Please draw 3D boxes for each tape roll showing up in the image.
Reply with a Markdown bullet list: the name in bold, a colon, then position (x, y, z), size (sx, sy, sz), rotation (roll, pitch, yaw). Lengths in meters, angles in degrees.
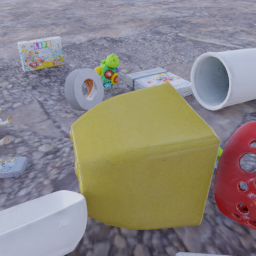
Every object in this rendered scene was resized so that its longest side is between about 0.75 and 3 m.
- **tape roll**: position (-1.386, -1.227, 9.053), size (0.450, 1.362, 1.362), rotation (3, 28, 36)

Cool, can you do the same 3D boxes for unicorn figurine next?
- **unicorn figurine**: position (-3.644, 0.071, 7.433), size (1.349, 0.726, 1.965), rotation (-22, 34, 29)

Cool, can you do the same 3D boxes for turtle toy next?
- **turtle toy**: position (-0.702, -2.075, 10.432), size (0.724, 1.433, 1.044), rotation (25, 41, 21)

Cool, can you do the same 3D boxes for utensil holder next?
- **utensil holder**: position (3.578, -1.696, 9.476), size (2.203, 1.872, 1.872), rotation (-13, 34, -25)

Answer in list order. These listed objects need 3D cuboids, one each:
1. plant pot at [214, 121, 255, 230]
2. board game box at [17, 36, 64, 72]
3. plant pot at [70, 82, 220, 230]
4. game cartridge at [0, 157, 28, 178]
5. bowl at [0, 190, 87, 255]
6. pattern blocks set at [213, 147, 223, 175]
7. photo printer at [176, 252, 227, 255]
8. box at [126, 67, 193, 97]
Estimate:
- **plant pot**: position (2.731, 0.983, 4.774), size (1.930, 1.930, 1.757), rotation (-22, 27, -31)
- **board game box**: position (-3.877, -3.337, 12.601), size (1.861, 1.251, 0.319), rotation (-20, 37, -27)
- **plant pot**: position (0.085, 0.615, 5.339), size (2.177, 2.114, 2.128), rotation (-9, 36, -13)
- **game cartridge**: position (-2.969, 0.949, 6.771), size (0.939, 0.195, 0.625), rotation (-2, 28, -3)
- **bowl**: position (-1.669, 1.694, 4.424), size (2.020, 0.755, 2.023), rotation (-17, -2, -26)
- **pattern blocks set**: position (1.478, 0.100, 6.996), size (2.405, 0.222, 2.736), rotation (39, 21, 6)
- **photo printer**: position (1.291, 2.381, 4.274), size (1.082, 0.376, 0.901), rotation (2, 31, 3)
- **box**: position (1.167, -1.676, 10.716), size (1.682, 0.444, 2.157), rotation (-17, 37, -25)
